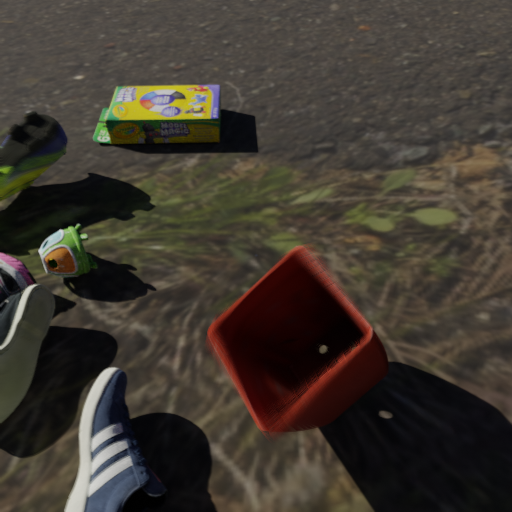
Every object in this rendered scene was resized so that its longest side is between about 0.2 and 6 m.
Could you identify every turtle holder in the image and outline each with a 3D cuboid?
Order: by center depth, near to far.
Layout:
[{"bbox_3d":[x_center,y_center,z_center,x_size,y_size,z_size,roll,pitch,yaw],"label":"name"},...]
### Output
[{"bbox_3d":[-2.942,-0.085,8.593,0.716,0.767,1.009,-22,48,-21],"label":"turtle holder"}]

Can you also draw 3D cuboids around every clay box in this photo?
[{"bbox_3d":[-2.057,-2.986,11.748,2.602,0.619,1.495,-1,43,-2],"label":"clay box"}]

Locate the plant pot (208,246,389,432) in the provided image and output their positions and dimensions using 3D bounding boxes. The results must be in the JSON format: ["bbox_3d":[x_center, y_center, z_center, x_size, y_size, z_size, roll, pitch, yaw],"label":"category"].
[{"bbox_3d":[0.647,1.132,6.620,1.563,1.378,1.562,-43,46,7],"label":"plant pot"}]

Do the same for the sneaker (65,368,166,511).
[{"bbox_3d":[-1.424,2.285,6.101,0.952,0.845,2.253,-1,53,0],"label":"sneaker"}]

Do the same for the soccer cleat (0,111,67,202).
[{"bbox_3d":[-4.427,-1.281,9.727,0.933,1.207,2.886,36,69,15],"label":"soccer cleat"}]

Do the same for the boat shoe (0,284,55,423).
[{"bbox_3d":[-3.310,1.264,7.219,0.670,0.756,2.022,-6,54,23],"label":"boat shoe"}]

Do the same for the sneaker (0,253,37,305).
[{"bbox_3d":[-4.345,0.284,8.196,2.022,0.812,0.873,13,47,15],"label":"sneaker"}]
